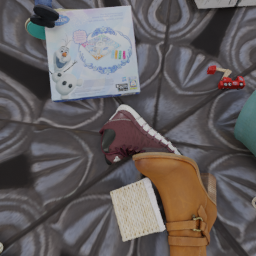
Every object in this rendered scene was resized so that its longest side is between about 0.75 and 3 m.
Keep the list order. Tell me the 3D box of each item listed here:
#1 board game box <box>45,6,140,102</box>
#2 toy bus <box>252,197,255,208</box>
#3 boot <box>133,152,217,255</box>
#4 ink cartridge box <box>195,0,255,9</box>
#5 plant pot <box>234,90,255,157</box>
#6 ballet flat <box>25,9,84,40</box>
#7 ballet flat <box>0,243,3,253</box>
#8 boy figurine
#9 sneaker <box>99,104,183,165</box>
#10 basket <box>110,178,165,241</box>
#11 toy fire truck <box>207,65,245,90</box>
[{"bbox_3d":[-1.060,-2.185,8.371,2.599,0.564,2.586,-6,89,-3],"label":"board game box"},{"bbox_3d":[4.277,1.961,7.024,1.560,0.806,1.472,-33,72,-12],"label":"toy bus"},{"bbox_3d":[1.049,1.864,6.360,1.083,2.823,2.192,-8,60,42],"label":"boot"},{"bbox_3d":[3.361,-5.137,9.430,2.520,1.061,1.822,-11,71,-17],"label":"ink cartridge box"},{"bbox_3d":[4.039,0.107,6.780,2.511,2.511,2.360,-45,54,-16],"label":"plant pot"},{"bbox_3d":[-1.803,-3.471,9.172,2.933,1.019,1.019,-3,68,-5],"label":"ballet flat"},{"bbox_3d":[-3.197,3.275,6.572,2.706,0.973,0.973,43,74,15],"label":"ballet flat"},{"bbox_3d":[-2.173,-3.862,7.512,0.736,1.421,2.285,11,70,-27],"label":"boy figurine"},{"bbox_3d":[0.251,0.685,7.537,1.554,1.018,2.690,-42,64,-10],"label":"sneaker"},{"bbox_3d":[0.219,1.996,6.790,1.003,1.236,1.247,-16,69,-4],"label":"basket"},{"bbox_3d":[3.051,-1.575,8.716,1.071,0.261,0.755,-1,68,0],"label":"toy fire truck"}]
